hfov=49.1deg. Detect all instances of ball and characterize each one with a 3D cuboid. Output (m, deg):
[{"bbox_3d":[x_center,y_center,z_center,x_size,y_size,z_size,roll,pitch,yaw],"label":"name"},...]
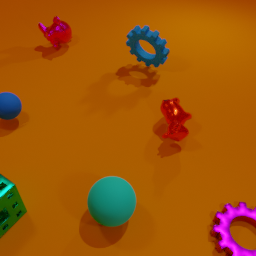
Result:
[{"bbox_3d":[-0.316,1.425,5.469,0.952,0.952,0.952,0,46,0],"label":"ball"},{"bbox_3d":[-3.181,-0.577,7.364,0.730,0.730,0.730,0,46,0],"label":"ball"}]

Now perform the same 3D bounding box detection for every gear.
[{"bbox_3d":[0.614,-2.578,8.941,1.448,1.448,0.268,25,65,22],"label":"gear"},{"bbox_3d":[2.270,2.052,5.381,1.277,0.236,1.277,0,45,0],"label":"gear"}]

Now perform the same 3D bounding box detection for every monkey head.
[{"bbox_3d":[-2.614,-3.554,10.160,0.948,1.574,1.132,-43,84,1],"label":"monkey head"}]

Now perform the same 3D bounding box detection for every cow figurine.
[{"bbox_3d":[1.146,-0.235,7.129,1.149,0.641,1.167,-15,68,-51],"label":"cow figurine"}]

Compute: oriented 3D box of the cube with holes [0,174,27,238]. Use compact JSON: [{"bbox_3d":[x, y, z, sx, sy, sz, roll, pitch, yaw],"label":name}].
[{"bbox_3d":[-2.788,1.471,5.379,1.023,1.023,1.023,26,50,22],"label":"cube with holes"}]
